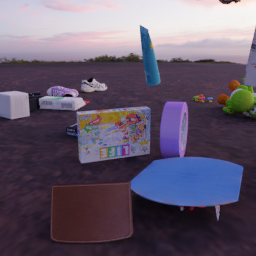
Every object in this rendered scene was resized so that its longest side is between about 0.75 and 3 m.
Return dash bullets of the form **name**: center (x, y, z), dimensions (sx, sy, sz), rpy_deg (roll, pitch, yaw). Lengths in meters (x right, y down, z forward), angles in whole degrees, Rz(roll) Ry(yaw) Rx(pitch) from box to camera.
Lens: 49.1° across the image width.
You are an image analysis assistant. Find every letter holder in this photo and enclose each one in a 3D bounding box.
- **letter holder**: center (-0.505, 1.235, 4.125), dimensions (1.134, 0.806, 0.570), rpy_deg (-3, -15, -1)

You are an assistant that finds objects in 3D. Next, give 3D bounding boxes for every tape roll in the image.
- **tape roll**: center (1.101, 0.055, 6.566), dimensions (0.438, 1.335, 1.335), rpy_deg (5, 17, 19)

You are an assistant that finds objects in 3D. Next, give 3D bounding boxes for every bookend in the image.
- **bookend**: center (-4.114, -1.128, 11.915), dimensions (1.353, 0.627, 1.361), rpy_deg (-13, 21, -37)

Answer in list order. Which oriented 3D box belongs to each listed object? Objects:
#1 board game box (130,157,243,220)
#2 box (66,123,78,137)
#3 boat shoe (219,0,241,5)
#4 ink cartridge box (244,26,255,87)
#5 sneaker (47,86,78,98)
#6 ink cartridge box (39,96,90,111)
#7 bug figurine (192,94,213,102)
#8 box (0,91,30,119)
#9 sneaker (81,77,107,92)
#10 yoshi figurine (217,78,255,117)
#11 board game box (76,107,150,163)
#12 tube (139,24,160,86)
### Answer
- **board game box**: center (1.055, 1.039, 4.940), dimensions (1.746, 0.430, 2.210), rpy_deg (1, 12, 25)
- **box**: center (-0.998, 0.021, 8.565), dimensions (1.274, 0.319, 1.284), rpy_deg (11, 19, 30)
- **boat shoe**: center (2.531, -3.364, 6.612), dimensions (0.934, 0.845, 2.620), rpy_deg (-6, 26, -23)
- **ink cartridge box**: center (4.472, -2.393, 8.572), dimensions (1.329, 2.294, 0.765), rpy_deg (15, 36, 23)
- **sneaker**: center (-3.418, -1.737, 14.129), dimensions (1.616, 0.586, 0.921), rpy_deg (2, 20, 7)
- **ink cartridge box**: center (-2.776, -1.240, 12.604), dimensions (1.631, 0.508, 2.027), rpy_deg (3, 18, 10)
- **bug figurine**: center (3.635, -1.461, 13.727), dimensions (0.752, 0.250, 0.970), rpy_deg (-10, 19, -29)
- **box**: center (-4.311, -0.877, 10.538), dimensions (0.909, 0.913, 0.782), rpy_deg (13, 18, 36)
- **sneaker**: center (-1.951, -2.589, 16.597), dimensions (0.706, 0.819, 1.868), rpy_deg (11, 18, 39)
- **yoshi figurine**: center (4.365, -1.193, 10.976), dimensions (1.506, 1.512, 2.690), rpy_deg (-13, 19, 0)
- **board game box**: center (-0.309, 0.139, 6.624), dimensions (1.724, 1.159, 0.295), rpy_deg (-7, 17, -20)
- **tube**: center (0.726, -2.504, 9.822), dimensions (0.526, 2.086, 0.808), rpy_deg (-25, 37, -13)
